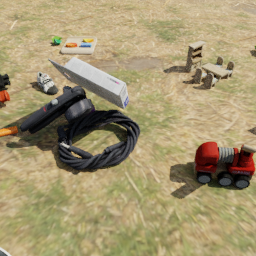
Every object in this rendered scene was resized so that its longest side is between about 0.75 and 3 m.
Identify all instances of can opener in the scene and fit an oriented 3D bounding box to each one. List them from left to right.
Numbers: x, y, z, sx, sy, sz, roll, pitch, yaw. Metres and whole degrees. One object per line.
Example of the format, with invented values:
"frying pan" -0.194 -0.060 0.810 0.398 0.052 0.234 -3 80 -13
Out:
"can opener" -2.293 -0.491 8.559 2.554 0.809 1.004 -24 60 17

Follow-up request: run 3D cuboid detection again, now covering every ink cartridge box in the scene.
"ink cartridge box" -1.127 -1.517 9.148 2.390 2.347 0.518 29 87 5

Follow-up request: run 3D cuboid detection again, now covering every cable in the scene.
"cable" -0.884 0.316 9.048 2.760 0.701 2.252 -9 42 -11

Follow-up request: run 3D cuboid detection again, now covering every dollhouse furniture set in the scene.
"dollhouse furniture set" 3.533 -2.855 12.284 1.624 1.231 1.853 -30 49 -30

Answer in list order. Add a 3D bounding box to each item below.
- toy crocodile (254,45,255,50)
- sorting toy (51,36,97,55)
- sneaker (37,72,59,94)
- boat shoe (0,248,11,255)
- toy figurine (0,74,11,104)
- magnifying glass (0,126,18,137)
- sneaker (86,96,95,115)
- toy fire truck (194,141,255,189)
"toy crocodile" 6.886 -3.701 13.767 0.627 0.573 1.857 -7 41 -8
"sorting toy" -2.943 -4.462 14.803 2.441 0.359 1.805 2 41 1
"sneaker" -3.410 -1.901 11.675 1.406 0.622 0.521 34 50 31
"boat shoe" -3.116 2.865 6.327 1.248 0.472 0.376 7 39 26
"toy figurine" -5.500 -1.917 10.604 1.454 2.057 2.090 -16 43 -9
"magnifying glass" -4.812 0.300 9.463 2.058 0.230 0.819 -16 43 -15
"sneaker" -1.450 -0.700 9.496 0.528 1.313 0.580 -29 56 0
"toy fire truck" 2.720 0.797 7.617 1.612 1.832 1.178 7 41 7
